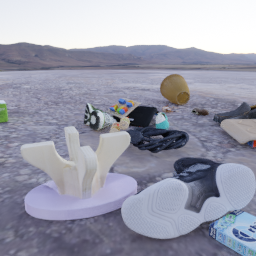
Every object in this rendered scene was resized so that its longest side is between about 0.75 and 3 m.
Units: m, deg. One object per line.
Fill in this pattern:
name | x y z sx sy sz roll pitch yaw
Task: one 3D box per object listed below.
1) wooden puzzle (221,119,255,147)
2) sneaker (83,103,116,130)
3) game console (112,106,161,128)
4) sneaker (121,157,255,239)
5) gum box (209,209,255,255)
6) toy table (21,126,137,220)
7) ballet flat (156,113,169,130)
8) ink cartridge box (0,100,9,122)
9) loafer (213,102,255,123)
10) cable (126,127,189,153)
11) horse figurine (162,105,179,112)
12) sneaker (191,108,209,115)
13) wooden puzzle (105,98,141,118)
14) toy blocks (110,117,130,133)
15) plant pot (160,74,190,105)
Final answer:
wooden puzzle | 4.974 0.171 10.050 2.641 0.612 2.447 -4 15 2
sneaker | -1.218 -0.422 11.992 1.072 0.930 2.418 8 15 -26
game console | 0.463 -0.455 12.751 1.923 1.119 1.691 8 51 31
sneaker | 1.011 1.250 5.491 2.615 0.987 1.488 -12 7 -16
gum box | 2.050 1.791 4.682 0.881 0.231 1.036 -12 18 -36
toy table | -0.971 0.869 5.902 2.375 1.391 2.183 -11 18 -31
ballet flat | 1.350 -0.310 11.590 0.561 0.586 1.666 -24 11 11
ink cartridge box | -6.681 -0.844 13.105 1.697 0.870 2.296 -8 18 -28
loafer | 5.007 -0.676 12.256 2.732 0.988 0.994 -5 17 -14
cable | 1.024 0.362 9.320 1.950 0.607 2.390 -6 9 -44
horse figurine | 2.126 -0.995 14.752 0.775 0.292 1.170 -4 16 -15
sneaker | 3.594 -0.758 14.008 0.373 0.348 0.988 -30 25 -24
wooden puzzle | -0.230 -0.928 11.965 1.216 0.281 1.126 -38 38 -26
toy blocks | -0.281 -0.136 10.577 0.840 0.366 1.008 -40 13 17
plant pot | 2.988 -2.150 16.878 1.719 1.719 1.844 -2 29 -9
